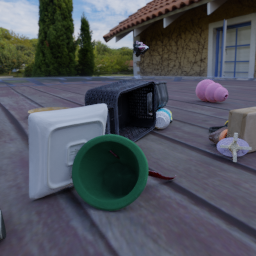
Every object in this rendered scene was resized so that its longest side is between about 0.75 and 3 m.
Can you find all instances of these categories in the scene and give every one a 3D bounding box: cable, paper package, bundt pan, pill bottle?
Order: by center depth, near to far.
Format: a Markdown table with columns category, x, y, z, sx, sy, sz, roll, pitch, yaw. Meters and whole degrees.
| category | x | y | z | sx | sy | sz | roll | pitch | yaw |
| --- | --- | --- | --- | --- | --- | --- | --- | --- | --- |
| paper package | 3.793 | 0.041 | 8.646 | 1.353 | 1.290 | 0.700 | -8 | 15 | -29 |
| cable | 3.905 | 0.045 | 11.108 | 1.557 | 0.392 | 0.756 | -22 | 40 | -29 |
| pill bottle | 1.392 | -0.379 | 11.619 | 0.724 | 0.724 | 1.306 | 3 | 14 | 12 |
| bundt pan | 0.547 | -1.064 | 12.384 | 2.824 | 1.060 | 2.824 | -20 | -2 | -1 |

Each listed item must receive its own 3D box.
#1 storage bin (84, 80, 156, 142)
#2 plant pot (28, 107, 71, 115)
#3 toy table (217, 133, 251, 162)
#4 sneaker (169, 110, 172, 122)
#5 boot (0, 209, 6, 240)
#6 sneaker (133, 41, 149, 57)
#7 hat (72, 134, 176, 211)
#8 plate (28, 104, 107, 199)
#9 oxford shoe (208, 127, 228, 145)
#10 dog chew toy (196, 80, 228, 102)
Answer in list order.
| category | x | y | z | sx | sy | sz | roll | pitch | yaw |
| --- | --- | --- | --- | --- | --- | --- | --- | --- | --- |
| storage bin | -0.148 | -0.598 | 9.764 | 1.275 | 1.839 | 2.720 | 7 | 20 | 29 |
| plant pot | -3.814 | -0.732 | 13.994 | 2.242 | 0.308 | 2.242 | 0 | 13 | 0 |
| toy table | 2.987 | 0.552 | 7.902 | 0.868 | 0.798 | 0.509 | -9 | -5 | 13 |
| sneaker | 1.808 | -0.546 | 12.883 | 0.450 | 0.456 | 1.194 | 1 | 14 | 1 |
| boot | -2.417 | 1.539 | 4.364 | 0.866 | 0.414 | 1.147 | -11 | 12 | -30 |
| sneaker | 0.508 | -4.278 | 14.948 | 0.747 | 0.695 | 1.729 | 42 | 20 | 2 |
| hat | -0.123 | 1.102 | 6.047 | 1.772 | 1.467 | 1.559 | 27 | -11 | 20 |
| plate | -1.133 | 0.483 | 5.790 | 1.828 | 1.832 | 0.296 | -13 | 28 | -44 |
| oxford shoe | 3.657 | 0.130 | 9.543 | 2.113 | 0.753 | 0.770 | -9 | 11 | -31 |
| dog chew toy | 5.632 | -2.361 | 18.580 | 1.478 | 1.478 | 2.373 | -7 | 23 | -27 |
